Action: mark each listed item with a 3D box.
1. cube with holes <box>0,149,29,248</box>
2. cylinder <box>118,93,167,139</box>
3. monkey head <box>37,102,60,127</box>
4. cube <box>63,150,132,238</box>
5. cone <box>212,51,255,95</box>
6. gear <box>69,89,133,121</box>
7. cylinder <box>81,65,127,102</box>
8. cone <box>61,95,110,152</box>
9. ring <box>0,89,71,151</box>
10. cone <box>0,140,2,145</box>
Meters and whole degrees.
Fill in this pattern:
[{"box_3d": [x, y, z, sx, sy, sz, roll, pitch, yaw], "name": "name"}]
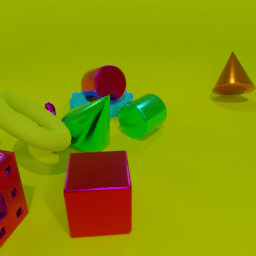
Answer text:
[{"box_3d": [-2.680, 1.202, 4.472, 1.362, 1.362, 1.362, 8, 30, 14], "name": "cube with holes"}, {"box_3d": [0.399, -0.336, 7.598, 0.981, 0.981, 0.981, 21, 36, 33], "name": "cylinder"}, {"box_3d": [-1.841, 0.007, 7.125, 0.904, 0.758, 1.257, -5, 72, -28], "name": "monkey head"}, {"box_3d": [-0.497, 1.125, 4.917, 1.053, 1.053, 1.053, -3, 29, -4], "name": "cube"}, {"box_3d": [3.575, -1.958, 9.531, 1.378, 1.383, 1.378, 2, -9, 0], "name": "cone"}, {"box_3d": [-0.851, -0.853, 9.143, 2.053, 0.380, 2.053, 0, 29, 0], "name": "gear"}, {"box_3d": [-0.769, -1.364, 8.735, 1.085, 1.085, 1.085, -18, 13, -29], "name": "cylinder"}, {"box_3d": [-0.738, -0.339, 6.684, 1.331, 1.336, 1.331, 20, 45, -21], "name": "cone"}, {"box_3d": [-2.019, -0.174, 5.741, 1.919, 0.384, 1.919, 35, 7, -5], "name": "ring"}, {"box_3d": [-3.639, 0.063, 6.175, 1.193, 1.197, 1.193, -29, 0, 0], "name": "cone"}]
